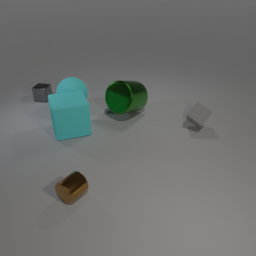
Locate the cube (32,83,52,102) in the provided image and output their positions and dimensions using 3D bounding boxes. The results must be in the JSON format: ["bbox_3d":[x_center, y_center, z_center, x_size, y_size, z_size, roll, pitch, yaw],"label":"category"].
[{"bbox_3d":[-4.238,-1.762,13.889,0.700,0.700,0.700,5,31,9],"label":"cube"}]

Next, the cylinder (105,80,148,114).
[{"bbox_3d":[-0.050,-1.365,12.256,1.400,1.400,1.400,19,17,28],"label":"cylinder"}]

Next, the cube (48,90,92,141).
[{"bbox_3d":[-2.330,-0.527,11.191,1.400,1.400,1.400,-10,33,-16],"label":"cube"}]

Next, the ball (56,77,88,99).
[{"bbox_3d":[-2.538,-1.601,12.742,1.400,1.400,1.400,0,31,0],"label":"ball"}]

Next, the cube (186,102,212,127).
[{"bbox_3d":[2.863,-0.539,11.341,0.700,0.700,0.700,37,1,7],"label":"cube"}]

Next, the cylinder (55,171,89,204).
[{"bbox_3d":[-1.634,1.721,8.156,0.700,0.700,0.700,21,37,31],"label":"cylinder"}]
